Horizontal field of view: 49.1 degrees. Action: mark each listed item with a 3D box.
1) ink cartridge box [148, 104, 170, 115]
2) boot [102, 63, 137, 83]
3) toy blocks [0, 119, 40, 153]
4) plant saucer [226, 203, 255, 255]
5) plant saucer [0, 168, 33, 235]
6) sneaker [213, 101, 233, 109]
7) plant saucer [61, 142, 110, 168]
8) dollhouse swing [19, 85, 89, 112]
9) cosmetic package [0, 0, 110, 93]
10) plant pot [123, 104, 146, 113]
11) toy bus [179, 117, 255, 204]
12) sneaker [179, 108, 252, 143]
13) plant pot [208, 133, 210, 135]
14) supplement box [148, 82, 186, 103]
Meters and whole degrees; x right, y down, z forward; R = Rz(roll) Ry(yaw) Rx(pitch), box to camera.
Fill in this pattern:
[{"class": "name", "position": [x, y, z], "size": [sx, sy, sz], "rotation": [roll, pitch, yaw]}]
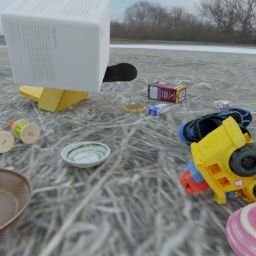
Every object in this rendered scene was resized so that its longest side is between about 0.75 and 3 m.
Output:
[{"class": "ink cartridge box", "position": [1.458, -0.864, 12.946], "size": [0.501, 0.236, 1.065], "rotation": [16, 27, 38]}, {"class": "boot", "position": [-0.926, -2.022, 10.819], "size": [1.963, 0.714, 2.086], "rotation": [-20, 17, -30]}, {"class": "toy blocks", "position": [-4.327, 0.086, 9.819], "size": [2.015, 0.732, 1.679], "rotation": [19, 29, 40]}, {"class": "plant saucer", "position": [2.836, 1.995, 5.275], "size": [1.857, 0.471, 1.857], "rotation": [-1, 21, 0]}, {"class": "plant saucer", "position": [-3.474, 1.737, 5.868], "size": [2.870, 0.525, 2.870], "rotation": [-1, 21, 0]}, {"class": "sneaker", "position": [4.525, -1.119, 13.535], "size": [1.009, 0.378, 0.503], "rotation": [1, 11, -17]}, {"class": "plant saucer", "position": [-1.250, 0.850, 8.353], "size": [1.459, 0.366, 1.459], "rotation": [-1, 21, 0]}, {"class": "dollhouse swing", "position": [-3.476, -2.412, 13.828], "size": [2.557, 2.643, 2.908], "rotation": [37, 31, 9]}, {"class": "cosmetic package", "position": [-1.839, -2.436, 7.916], "size": [2.427, 2.018, 2.031], "rotation": [6, 40, 1]}, {"class": "plant pot", "position": [0.314, -0.942, 13.270], "size": [1.124, 0.154, 1.124], "rotation": [0, 21, 0]}, {"class": "toy bus", "position": [2.251, 1.067, 6.454], "size": [1.915, 1.995, 1.354], "rotation": [-34, 16, 17]}, {"class": "sneaker", "position": [3.216, -0.088, 9.521], "size": [2.899, 1.017, 1.129], "rotation": [-16, 0, -17]}, {"class": "plant pot", "position": [2.907, 0.545, 8.631], "size": [0.832, 0.905, 0.905], "rotation": [-5, 19, -45]}, {"class": "supplement box", "position": [2.056, -1.907, 14.883], "size": [1.790, 0.767, 0.988], "rotation": [14, 25, 32]}]
